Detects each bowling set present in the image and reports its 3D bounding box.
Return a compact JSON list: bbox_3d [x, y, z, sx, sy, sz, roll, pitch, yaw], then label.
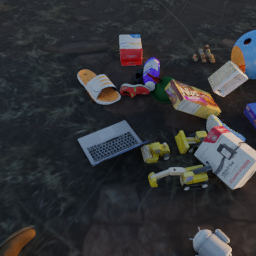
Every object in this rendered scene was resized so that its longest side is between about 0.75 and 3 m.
[{"bbox_3d":[3.744,-3.631,13.731,1.089,0.758,0.585,-1,49,4],"label":"bowling set"}]

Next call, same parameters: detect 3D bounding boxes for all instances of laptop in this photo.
[{"bbox_3d":[-0.472,0.380,9.705,2.059,1.274,2.199,-22,51,-20],"label":"laptop"}]

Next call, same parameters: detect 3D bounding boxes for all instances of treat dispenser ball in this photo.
[{"bbox_3d":[5.719,-3.244,12.464,2.129,2.129,2.129,0,48,0],"label":"treat dispenser ball"}]

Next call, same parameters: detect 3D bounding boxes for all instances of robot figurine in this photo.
[{"bbox_3d":[2.261,3.234,7.503,1.216,0.687,1.032,36,78,29],"label":"robot figurine"}]

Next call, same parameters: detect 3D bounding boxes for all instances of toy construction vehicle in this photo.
[{"bbox_3d":[1.765,0.953,9.449,2.462,0.867,2.144,-5,48,-5],"label":"toy construction vehicle"}]

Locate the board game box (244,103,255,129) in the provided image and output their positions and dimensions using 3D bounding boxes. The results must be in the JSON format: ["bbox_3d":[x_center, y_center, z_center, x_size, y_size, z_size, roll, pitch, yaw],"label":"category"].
[{"bbox_3d":[5.688,-0.138,10.693,1.473,0.491,2.191,-10,49,-9],"label":"board game box"}]

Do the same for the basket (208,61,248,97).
[{"bbox_3d":[4.080,-2.030,11.559,0.863,1.274,0.786,15,46,-43],"label":"basket"}]

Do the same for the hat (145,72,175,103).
[{"bbox_3d":[1.681,-2.068,11.682,1.524,1.620,1.840,12,49,13],"label":"hat"}]

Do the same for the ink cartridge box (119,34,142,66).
[{"bbox_3d":[0.132,-3.923,14.035,1.087,0.629,1.872,-3,49,-2],"label":"ink cartridge box"}]

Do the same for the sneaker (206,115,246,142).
[{"bbox_3d":[3.622,0.311,10.252,1.003,0.723,1.910,-2,54,-18],"label":"sneaker"}]

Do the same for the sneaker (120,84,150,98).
[{"bbox_3d":[0.295,-1.526,12.044,1.320,0.508,0.561,5,57,16],"label":"sneaker"}]

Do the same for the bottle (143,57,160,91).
[{"bbox_3d":[1.035,-2.400,12.573,0.594,0.760,1.819,33,43,-24],"label":"bottle"}]

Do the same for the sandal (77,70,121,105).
[{"bbox_3d":[-1.418,-1.995,12.181,1.052,0.787,2.745,-31,55,-25],"label":"sandal"}]

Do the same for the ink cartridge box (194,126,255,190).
[{"bbox_3d":[3.245,0.936,9.117,0.720,1.255,1.727,-2,38,-46],"label":"ink cartridge box"}]

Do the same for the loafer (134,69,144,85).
[{"bbox_3d":[0.516,-2.394,12.811,0.382,0.395,1.126,11,49,10],"label":"loafer"}]

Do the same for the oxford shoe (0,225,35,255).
[{"bbox_3d":[-3.183,3.523,7.254,0.936,0.806,2.218,36,65,19],"label":"oxford shoe"}]

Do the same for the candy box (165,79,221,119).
[{"bbox_3d":[2.516,-1.071,10.865,2.055,0.580,1.199,15,39,-32],"label":"candy box"}]
